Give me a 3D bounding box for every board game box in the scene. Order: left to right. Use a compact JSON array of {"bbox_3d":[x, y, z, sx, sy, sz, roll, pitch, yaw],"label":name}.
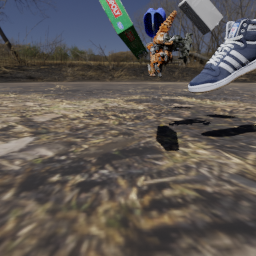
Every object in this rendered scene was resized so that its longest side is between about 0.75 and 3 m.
[{"bbox_3d":[-0.181,-2.176,5.347,0.310,1.431,2.127,-28,-2,11],"label":"board game box"}]

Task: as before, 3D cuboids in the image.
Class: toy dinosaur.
[{"bbox_3d":[1.105,-2.302,7.753,1.244,1.833,0.936,13,20,8],"label":"toy dinosaur"}]

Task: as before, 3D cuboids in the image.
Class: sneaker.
[{"bbox_3d":[2.322,-1.773,6.660,2.294,1.245,0.804,-26,22,-7],"label":"sneaker"}]

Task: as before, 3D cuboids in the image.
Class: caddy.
[{"bbox_3d":[1.031,-3.991,10.684,0.817,1.155,0.606,6,50,19],"label":"caddy"}]

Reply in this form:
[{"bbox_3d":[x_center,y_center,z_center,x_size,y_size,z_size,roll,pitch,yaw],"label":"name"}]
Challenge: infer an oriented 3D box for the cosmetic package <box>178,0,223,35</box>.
[{"bbox_3d":[2.129,-3.384,8.168,0.622,1.165,0.525,-46,14,-11],"label":"cosmetic package"}]
